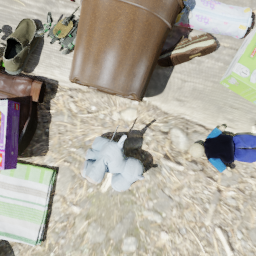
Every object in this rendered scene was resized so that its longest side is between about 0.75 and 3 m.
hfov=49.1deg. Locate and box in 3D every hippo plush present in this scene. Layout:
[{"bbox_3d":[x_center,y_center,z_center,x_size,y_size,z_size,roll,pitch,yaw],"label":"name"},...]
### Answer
[{"bbox_3d":[-0.313,0.994,8.280,1.521,1.507,1.892,35,100,-27],"label":"hippo plush"}]

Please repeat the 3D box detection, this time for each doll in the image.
[{"bbox_3d":[3.027,0.695,8.460,2.282,0.553,1.557,1,75,2],"label":"doll"}]

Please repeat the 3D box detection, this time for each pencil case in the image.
[{"bbox_3d":[2.543,-3.425,8.549,2.273,1.031,0.945,13,90,0],"label":"pencil case"}]

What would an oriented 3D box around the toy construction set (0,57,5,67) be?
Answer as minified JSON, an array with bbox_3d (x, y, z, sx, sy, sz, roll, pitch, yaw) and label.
[{"bbox_3d":[-4.190,-2.370,8.317,1.182,1.539,1.283,29,95,-3],"label":"toy construction set"}]

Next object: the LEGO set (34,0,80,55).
[{"bbox_3d":[-1.942,-3.258,8.688,1.644,0.717,2.531,5,75,17],"label":"LEGO set"}]

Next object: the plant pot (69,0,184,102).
[{"bbox_3d":[-0.225,-2.337,7.758,2.861,2.861,2.832,15,94,1],"label":"plant pot"}]

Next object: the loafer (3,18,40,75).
[{"bbox_3d":[-3.257,-2.605,8.545,0.740,0.685,1.968,10,71,0],"label":"loafer"}]

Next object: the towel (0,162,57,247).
[{"bbox_3d":[-3.253,2.258,8.485,1.742,0.358,2.336,11,86,0],"label":"towel"}]

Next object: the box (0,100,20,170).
[{"bbox_3d":[-4.452,0.207,8.119,2.770,0.542,1.895,0,85,19],"label":"box"}]

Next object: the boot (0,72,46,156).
[{"bbox_3d":[-4.065,-0.618,8.467,2.634,0.846,2.455,14,79,1],"label":"boot"}]

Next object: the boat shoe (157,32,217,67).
[{"bbox_3d":[1.735,-2.484,8.727,1.929,0.712,0.714,-16,73,-7],"label":"boat shoe"}]

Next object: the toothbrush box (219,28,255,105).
[{"bbox_3d":[4.414,-1.584,8.383,2.546,1.096,1.854,31,86,3],"label":"toothbrush box"}]
